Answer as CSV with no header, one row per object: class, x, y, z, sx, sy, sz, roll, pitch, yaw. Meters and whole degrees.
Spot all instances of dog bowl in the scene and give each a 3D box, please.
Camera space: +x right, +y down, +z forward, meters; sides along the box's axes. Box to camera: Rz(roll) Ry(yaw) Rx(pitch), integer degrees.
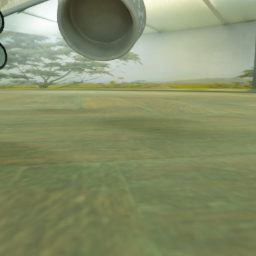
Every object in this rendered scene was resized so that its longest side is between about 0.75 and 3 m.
dog bowl,-0.900,-3.420,8.919,2.943,2.943,0.863,2,50,10

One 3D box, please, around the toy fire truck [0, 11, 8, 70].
toy fire truck,-3.901,-2.095,4.855,1.780,2.435,2.767,4,10,27
